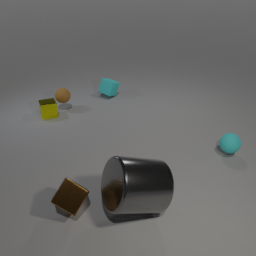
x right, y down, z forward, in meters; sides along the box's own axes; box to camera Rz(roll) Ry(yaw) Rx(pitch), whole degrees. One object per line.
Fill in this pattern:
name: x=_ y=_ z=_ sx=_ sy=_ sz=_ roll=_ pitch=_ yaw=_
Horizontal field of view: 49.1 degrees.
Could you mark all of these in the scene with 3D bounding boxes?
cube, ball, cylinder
cube: x=-1.506 y=1.755 z=7.284 sx=0.700 sy=0.700 sz=0.700 roll=33 pitch=-13 yaw=-7
ball: x=3.524 y=0.522 z=9.656 sx=0.700 sy=0.700 sz=0.700 roll=0 pitch=29 yaw=0
cylinder: x=0.211 y=1.460 z=7.152 sx=1.400 sy=1.400 sz=1.400 roll=8 pitch=24 yaw=-28
cube: x=-3.524 y=-0.847 z=12.399 sx=0.700 sy=0.700 sz=0.700 roll=-12 pitch=31 yaw=-20
cube: x=-0.961 y=-2.077 z=14.218 sx=0.700 sy=0.700 sz=0.700 roll=26 pitch=19 yaw=22
ball: x=-2.970 y=-1.480 z=12.751 sx=0.700 sy=0.700 sz=0.700 roll=0 pitch=29 yaw=0
